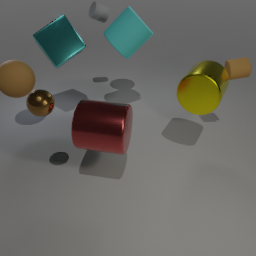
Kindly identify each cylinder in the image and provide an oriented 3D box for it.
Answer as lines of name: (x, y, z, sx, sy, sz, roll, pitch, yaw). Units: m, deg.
cylinder: (0.010, -3.671, 10.854, 1.400, 1.400, 1.400, -41, 29, 16)
cylinder: (2.467, -1.338, 9.171, 1.400, 1.400, 1.400, 15, 36, 23)
cylinder: (-0.675, -0.037, 7.805, 1.400, 1.400, 1.400, 7, 33, 9)
cylinder: (-1.279, -5.124, 12.409, 0.700, 0.700, 0.700, 10, 23, -35)
cylinder: (3.849, -2.084, 9.855, 0.700, 0.700, 0.700, -9, 32, 4)

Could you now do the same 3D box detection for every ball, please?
ball: (-4.196, -1.830, 10.474, 1.400, 1.400, 1.400, 0, 32, 0)
ball: (-2.229, -0.637, 7.157, 0.700, 0.700, 0.700, 0, 32, 0)

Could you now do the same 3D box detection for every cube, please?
cube: (-2.666, -3.304, 10.934, 1.400, 1.400, 1.400, -37, 16, -6)
